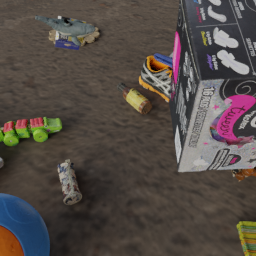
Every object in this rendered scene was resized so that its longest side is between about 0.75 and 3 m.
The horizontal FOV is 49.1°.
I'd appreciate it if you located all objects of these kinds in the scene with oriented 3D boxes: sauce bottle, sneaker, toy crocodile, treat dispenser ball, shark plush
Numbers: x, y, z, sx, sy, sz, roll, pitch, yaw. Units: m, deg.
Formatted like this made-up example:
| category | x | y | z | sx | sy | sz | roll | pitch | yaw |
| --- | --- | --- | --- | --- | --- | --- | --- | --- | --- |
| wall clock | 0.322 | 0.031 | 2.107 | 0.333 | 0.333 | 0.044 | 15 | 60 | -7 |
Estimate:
| category | x | y | z | sx | sy | sz | roll | pitch | yaw |
| --- | --- | --- | --- | --- | --- | --- | --- | --- | --- |
| sauce bottle | 0.171 | -1.083 | 9.720 | 0.532 | 0.532 | 1.612 | -26 | 50 | -25 |
| sneaker | 1.574 | -1.631 | 9.901 | 2.823 | 1.090 | 1.105 | 28 | 48 | 24 |
| toy crocodile | -3.086 | 0.018 | 8.445 | 2.143 | 0.662 | 0.723 | -9 | 44 | -10 |
| treat dispenser ball | -2.511 | 2.262 | 5.021 | 2.144 | 2.144 | 2.144 | 0 | 43 | 0 |
| shark plush | -1.543 | -2.625 | 6.966 | 1.409 | 0.640 | 0.587 | 21 | -6 | -26 |

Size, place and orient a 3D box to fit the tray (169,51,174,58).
| category | x | y | z | sx | sy | sz | roll | pitch | yaw |
| --- | --- | --- | --- | --- | --- | --- | --- | --- | --- |
| tray | 2.050 | -2.827 | 11.843 | 0.746 | 0.154 | 1.390 | 18 | 46 | 19 |

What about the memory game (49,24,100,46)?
| category | x | y | z | sx | sy | sz | roll | pitch | yaw |
| --- | --- | --- | --- | --- | --- | --- | --- | --- | --- |
| memory game | -2.630 | -4.598 | 13.725 | 2.524 | 0.161 | 2.524 | 0 | 44 | 0 |

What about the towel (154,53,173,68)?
| category | x | y | z | sx | sy | sz | roll | pitch | yaw |
| --- | --- | --- | --- | --- | --- | --- | --- | --- | --- |
| towel | 2.310 | -2.137 | 10.247 | 1.890 | 0.311 | 2.611 | 36 | 24 | 33 |

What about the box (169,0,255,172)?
| category | x | y | z | sx | sy | sz | roll | pitch | yaw |
| --- | --- | --- | --- | --- | --- | --- | --- | --- | --- |
| box | 1.765 | -0.619 | 5.110 | 1.701 | 2.965 | 1.959 | -4 | 58 | 2 |

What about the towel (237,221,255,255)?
| category | x | y | z | sx | sy | sz | roll | pitch | yaw |
| --- | --- | --- | --- | --- | --- | --- | --- | --- | --- |
| towel | 3.018 | 3.016 | 5.584 | 1.040 | 0.218 | 2.417 | 0 | 43 | 1 |

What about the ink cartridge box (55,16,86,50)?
| category | x | y | z | sx | sy | sz | roll | pitch | yaw |
| --- | --- | --- | --- | --- | --- | --- | --- | --- | --- |
| ink cartridge box | -1.739 | -2.841 | 8.474 | 0.884 | 0.894 | 0.210 | -7 | 25 | -44 |

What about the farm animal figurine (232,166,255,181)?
| category | x | y | z | sx | sy | sz | roll | pitch | yaw |
| --- | --- | --- | --- | --- | --- | --- | --- | --- | --- |
| farm animal figurine | 3.034 | 0.804 | 7.502 | 1.815 | 0.957 | 1.835 | -6 | 35 | -24 |

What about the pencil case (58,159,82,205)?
| category | x | y | z | sx | sy | sz | roll | pitch | yaw |
| --- | --- | --- | --- | --- | --- | --- | --- | --- | --- |
| pencil case | -1.486 | 1.381 | 7.103 | 0.451 | 0.519 | 1.159 | -12 | 45 | -14 |

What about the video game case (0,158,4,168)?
| category | x | y | z | sx | sy | sz | roll | pitch | yaw |
| --- | --- | --- | --- | --- | --- | --- | --- | --- | --- |
| video game case | -5.277 | 0.936 | 6.991 | 2.979 | 0.328 | 2.715 | 29 | 42 | 9 |
